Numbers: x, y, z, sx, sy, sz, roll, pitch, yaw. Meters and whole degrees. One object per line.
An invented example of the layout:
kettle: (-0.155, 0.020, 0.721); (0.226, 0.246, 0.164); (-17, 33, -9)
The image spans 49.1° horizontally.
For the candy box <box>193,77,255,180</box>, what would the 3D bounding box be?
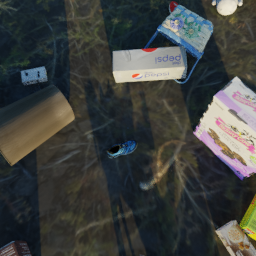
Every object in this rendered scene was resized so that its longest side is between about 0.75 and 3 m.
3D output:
candy box: (3.637, 0.165, 9.139); (1.065, 2.978, 2.498); (-39, 72, -14)

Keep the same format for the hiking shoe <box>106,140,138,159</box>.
hiking shoe: (-0.186, 0.755, 10.228); (1.212, 0.526, 0.451); (-24, 70, -10)

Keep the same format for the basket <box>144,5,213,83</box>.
basket: (2.010, -3.411, 11.352); (2.261, 1.784, 2.564); (35, 109, 12)

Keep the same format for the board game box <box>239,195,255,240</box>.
board game box: (5.031, 2.596, 9.412); (1.380, 0.647, 2.717); (34, 72, 13)

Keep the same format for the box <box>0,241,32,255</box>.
box: (-3.507, 4.306, 8.461); (1.101, 1.112, 1.340); (-29, 71, -11)

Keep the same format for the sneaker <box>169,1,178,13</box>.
sneaker: (2.266, -5.262, 12.649); (0.527, 0.581, 1.367); (-15, 69, -6)

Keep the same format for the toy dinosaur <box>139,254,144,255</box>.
toy dinosaur: (0.955, 5.066, 8.173); (2.866, 1.230, 1.942); (21, 74, -2)

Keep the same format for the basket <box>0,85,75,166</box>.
basket: (-3.453, -0.242, 9.942); (2.702, 1.838, 2.436); (-35, 31, -21)

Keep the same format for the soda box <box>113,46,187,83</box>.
soda box: (0.852, -2.522, 11.155); (2.872, 0.911, 0.980); (-2, 71, 7)

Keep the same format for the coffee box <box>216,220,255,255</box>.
coffee box: (3.500, 3.707, 9.048); (0.690, 0.481, 1.207); (-26, 70, -10)

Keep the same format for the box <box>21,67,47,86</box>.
box: (-3.859, -2.139, 11.534); (0.971, 0.292, 0.566); (-14, 68, -5)

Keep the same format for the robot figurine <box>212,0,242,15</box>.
robot figurine: (4.500, -5.782, 12.697); (1.305, 0.869, 1.538); (6, 66, 17)
